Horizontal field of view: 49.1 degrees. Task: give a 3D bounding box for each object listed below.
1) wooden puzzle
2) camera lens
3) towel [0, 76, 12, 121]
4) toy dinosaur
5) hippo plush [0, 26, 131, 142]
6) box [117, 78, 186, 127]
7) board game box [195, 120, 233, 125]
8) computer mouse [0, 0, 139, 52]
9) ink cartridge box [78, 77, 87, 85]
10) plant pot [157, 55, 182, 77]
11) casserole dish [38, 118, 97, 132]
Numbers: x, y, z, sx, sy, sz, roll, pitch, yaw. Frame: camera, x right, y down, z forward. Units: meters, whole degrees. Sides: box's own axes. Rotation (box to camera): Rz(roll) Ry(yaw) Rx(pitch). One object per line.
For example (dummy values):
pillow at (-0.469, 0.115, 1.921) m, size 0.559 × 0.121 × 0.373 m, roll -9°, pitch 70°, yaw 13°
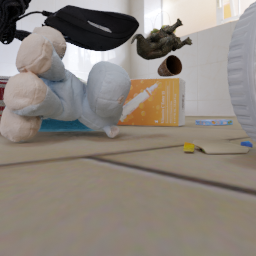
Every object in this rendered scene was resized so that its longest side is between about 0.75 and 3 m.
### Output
wooden puzzle at (1.215, 0.266, 3.779) m, size 0.987 × 0.115 × 0.666 m, roll 0°, pitch 8°, yaw 4°
camera lens at (2.389, -0.592, 2.348) m, size 1.933 × 1.933 × 2.416 m, roll -2°, pitch 4°, yaw -34°
towel at (-3.196, -0.544, 7.212) m, size 1.939 × 0.306 × 2.693 m, roll -3°, pitch -20°, yaw -32°
toy dinosaur at (0.647, -1.712, 5.824) m, size 1.005 × 0.756 × 1.965 m, roll -28°, pitch 10°, yaw 47°
hippo plush at (-1.058, -0.413, 5.328) m, size 2.051 × 2.032 × 2.551 m, roll 17°, pitch -43°, yaw -11°
box at (0.716, -0.977, 10.876) m, size 2.831 × 1.761 × 1.380 m, roll 1°, pitch 3°, yaw 20°
board game box at (3.510, -0.232, 11.488) m, size 1.185 × 0.217 × 0.896 m, roll -1°, pitch 3°, yaw -13°
computer mouse at (-1.312, -1.927, 5.965) m, size 2.922 × 0.673 × 2.051 m, roll -3°, pitch -2°, yaw -37°
ink cartridge box at (-2.246, -1.081, 10.223) m, size 2.142 × 1.237 × 2.944 m, roll -3°, pitch 22°, yaw -37°
plant pot at (1.466, -2.206, 10.409) m, size 0.759 × 0.759 × 0.812 m, roll -2°, pitch -8°, yaw -29°
casserole dish at (-1.522, -0.488, 6.985) m, size 2.621 × 0.509 × 1.588 m, roll 0°, pitch -29°, yaw -11°
